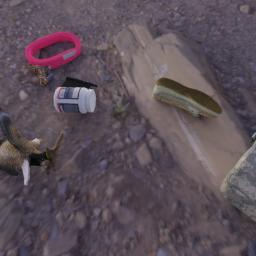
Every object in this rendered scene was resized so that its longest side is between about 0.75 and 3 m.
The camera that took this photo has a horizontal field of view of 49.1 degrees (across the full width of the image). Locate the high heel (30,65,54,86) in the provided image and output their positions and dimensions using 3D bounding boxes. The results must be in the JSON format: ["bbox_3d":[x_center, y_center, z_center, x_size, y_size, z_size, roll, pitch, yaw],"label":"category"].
[{"bbox_3d":[-3.504,-2.037,10.836,1.054,0.376,0.752,25,52,6],"label":"high heel"}]

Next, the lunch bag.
[{"bbox_3d":[4.071,1.466,7.230,2.628,2.204,1.831,39,63,24],"label":"lunch bag"}]

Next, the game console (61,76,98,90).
[{"bbox_3d":[-1.822,-1.473,10.334,1.067,0.939,0.621,18,95,18],"label":"game console"}]

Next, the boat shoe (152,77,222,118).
[{"bbox_3d":[2.069,-0.937,9.954,2.503,0.787,0.913,25,39,9],"label":"boat shoe"}]

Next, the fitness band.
[{"bbox_3d":[-3.094,-3.269,11.737,2.338,0.437,1.679,-30,57,-20],"label":"fitness band"}]

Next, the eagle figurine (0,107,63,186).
[{"bbox_3d":[-3.191,0.568,8.325,2.333,1.761,1.770,22,80,3],"label":"eagle figurine"}]

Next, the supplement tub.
[{"bbox_3d":[-1.765,-0.925,9.350,1.219,0.855,0.855,3,55,8],"label":"supplement tub"}]
